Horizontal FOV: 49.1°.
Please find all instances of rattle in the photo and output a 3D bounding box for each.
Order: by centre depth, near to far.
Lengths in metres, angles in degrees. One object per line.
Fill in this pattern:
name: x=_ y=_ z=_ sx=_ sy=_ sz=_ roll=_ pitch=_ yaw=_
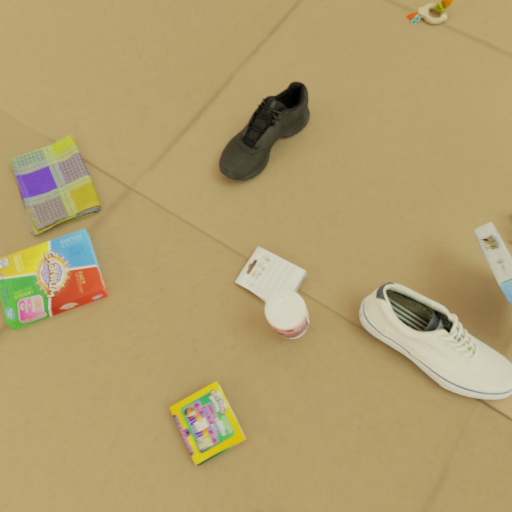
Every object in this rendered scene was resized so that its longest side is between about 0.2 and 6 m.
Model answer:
rattle: x=4.148 y=-5.890 z=13.328 sx=0.943 sy=0.674 sz=0.614 roll=0 pitch=85 yaw=-6

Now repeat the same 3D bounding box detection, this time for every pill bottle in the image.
pill bottle: x=0.561 y=1.050 z=9.651 sx=0.677 sy=1.235 sz=0.677 roll=-3 pitch=71 yaw=8

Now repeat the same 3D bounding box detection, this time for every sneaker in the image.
sneaker: x=3.199 y=1.492 z=9.629 sx=2.980 sy=1.055 sz=1.088 roll=27 pitch=62 yaw=5
sneaker: x=0.144 y=-2.650 z=11.552 sx=0.988 sy=1.181 sz=2.602 roll=36 pitch=71 yaw=13

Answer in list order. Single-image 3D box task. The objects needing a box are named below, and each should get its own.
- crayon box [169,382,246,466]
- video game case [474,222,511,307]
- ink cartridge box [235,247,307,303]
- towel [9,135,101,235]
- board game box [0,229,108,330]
crayon box: x=-0.823 y=2.833 z=9.497 sx=0.925 sy=0.313 sz=1.072 roll=-27 pitch=68 yaw=-8
video game case: x=4.393 y=0.472 z=9.591 sx=0.378 sy=1.665 sz=1.509 roll=-29 pitch=30 yaw=21
ink cartridge box: x=0.281 y=0.437 z=10.642 sx=1.086 sy=0.257 sz=0.869 roll=28 pitch=74 yaw=19
towel: x=-4.153 y=-1.481 z=11.533 sx=1.472 sy=0.233 sz=2.049 roll=-22 pitch=68 yaw=-9
board game box: x=-3.893 y=0.423 z=10.591 sx=1.823 sy=0.368 sz=1.395 roll=-21 pitch=67 yaw=-9
